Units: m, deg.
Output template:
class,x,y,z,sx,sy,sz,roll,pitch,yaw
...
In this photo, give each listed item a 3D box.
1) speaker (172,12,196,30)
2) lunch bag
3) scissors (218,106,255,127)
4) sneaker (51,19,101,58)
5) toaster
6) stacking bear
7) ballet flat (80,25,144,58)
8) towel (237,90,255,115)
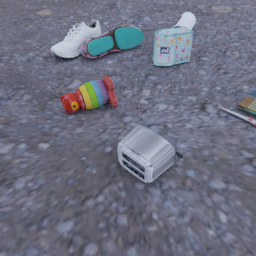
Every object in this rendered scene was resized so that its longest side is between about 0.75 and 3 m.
class,x,y,z,sx,sy,sz,roll,pitch,yaw
speaker,2.424,-4.422,12.294,0.769,0.769,1.895,15,43,17
lunch bag,1.567,-2.960,10.203,1.430,1.218,0.872,-16,39,-22
scissors,3.480,-0.127,7.704,2.169,0.151,0.794,20,46,19
sneaker,-2.033,-3.522,10.993,0.934,1.092,2.507,28,49,28
toaster,0.425,0.608,6.366,1.425,0.810,0.921,33,54,30
stacking bear,-1.182,-0.898,8.170,1.498,0.910,0.852,-21,36,-13
ballet flat,-0.699,-3.436,11.133,2.814,0.973,1.001,-27,28,-28
towel,4.254,-0.531,8.115,1.786,0.194,1.310,28,43,32
